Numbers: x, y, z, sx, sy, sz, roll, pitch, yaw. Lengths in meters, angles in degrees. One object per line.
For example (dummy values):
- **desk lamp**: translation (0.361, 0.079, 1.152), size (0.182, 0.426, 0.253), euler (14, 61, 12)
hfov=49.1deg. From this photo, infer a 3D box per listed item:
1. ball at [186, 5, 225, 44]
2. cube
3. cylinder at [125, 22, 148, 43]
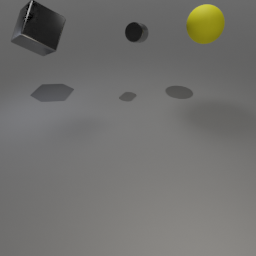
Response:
- **ball**: translation (2.926, -3.917, 10.617), size (1.400, 1.400, 1.400), euler (0, 32, 0)
- **cube**: translation (-3.469, -3.779, 10.811), size (1.400, 1.400, 1.400), euler (19, -8, -36)
- **cylinder**: translation (0.328, -3.522, 10.359), size (0.700, 0.700, 0.700), euler (12, 19, 18)
